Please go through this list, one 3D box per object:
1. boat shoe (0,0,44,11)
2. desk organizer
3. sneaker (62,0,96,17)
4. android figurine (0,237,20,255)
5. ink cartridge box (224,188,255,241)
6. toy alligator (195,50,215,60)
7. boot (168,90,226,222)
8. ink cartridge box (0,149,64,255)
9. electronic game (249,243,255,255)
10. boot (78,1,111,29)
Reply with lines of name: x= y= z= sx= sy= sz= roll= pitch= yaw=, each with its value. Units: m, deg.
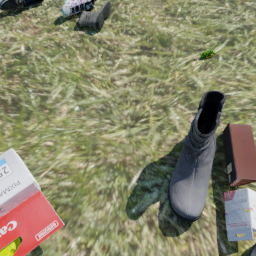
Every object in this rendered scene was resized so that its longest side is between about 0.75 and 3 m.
boat shoe: x=-4.042 y=-4.849 z=10.626 sx=1.819 sy=0.624 sz=0.515 roll=-30 pitch=64 yaw=-19
desk organizer: x=2.940 y=0.692 z=7.323 sx=0.623 sy=0.581 sz=1.619 roll=4 pitch=59 yaw=0
sneaker: x=-1.715 y=-4.536 z=10.457 sx=1.014 sy=0.564 sz=1.450 roll=25 pitch=63 yaw=15
android figurine: x=-3.545 y=2.484 z=6.231 sx=2.582 sy=0.582 sz=2.836 roll=-37 pitch=63 yaw=-21
ink cartridge box: x=2.624 y=2.026 z=6.434 sx=0.381 sy=0.658 sz=1.130 roll=27 pitch=55 yaw=-29
toy alligator: x=2.611 y=-2.480 z=9.427 sx=0.792 sy=0.215 sz=0.235 roll=-20 pitch=61 yaw=-12
boot: x=1.602 y=0.593 z=6.580 sx=0.984 sy=1.856 sz=2.820 roll=10 pitch=58 yaw=10
ink cartridge box: x=-2.992 y=1.932 z=5.926 sx=2.482 sy=0.555 sz=2.187 roll=-36 pitch=60 yaw=-20
electronic game: x=3.696 y=3.253 z=5.748 sx=2.444 sy=0.508 sz=2.444 roll=-2 pitch=68 yaw=5
boot: x=-1.243 y=-4.249 z=10.363 sx=0.944 sy=0.489 sz=1.445 roll=13 pitch=58 yaw=14
